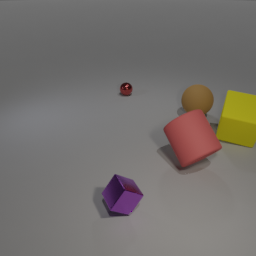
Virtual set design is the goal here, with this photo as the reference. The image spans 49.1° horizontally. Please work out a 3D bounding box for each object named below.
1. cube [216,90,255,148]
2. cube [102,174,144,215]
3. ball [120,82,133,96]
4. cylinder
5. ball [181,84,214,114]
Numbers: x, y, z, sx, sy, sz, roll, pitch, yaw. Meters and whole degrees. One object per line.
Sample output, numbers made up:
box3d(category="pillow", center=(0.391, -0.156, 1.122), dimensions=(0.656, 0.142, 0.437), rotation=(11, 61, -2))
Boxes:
box3d(category="cube", center=(4.233, -0.349, 10.549), dimensions=(1.400, 1.400, 1.400), rotation=(14, 54, 16))
box3d(category="cube", center=(-0.151, 1.779, 7.499), dimensions=(0.700, 0.700, 0.700), rotation=(25, 14, -35))
box3d(category="ball", center=(-0.097, -2.102, 15.082), dimensions=(0.700, 0.700, 0.700), rotation=(0, 28, 0))
box3d(category="cylinder", center=(2.059, 0.338, 9.017), dimensions=(1.400, 1.400, 1.400), rotation=(-17, 72, -28))
box3d(category="ball", center=(3.084, -1.234, 12.455), dimensions=(1.400, 1.400, 1.400), rotation=(0, 28, 0))
